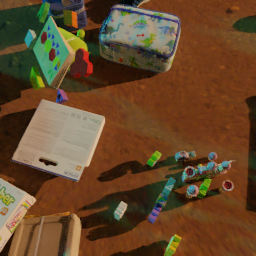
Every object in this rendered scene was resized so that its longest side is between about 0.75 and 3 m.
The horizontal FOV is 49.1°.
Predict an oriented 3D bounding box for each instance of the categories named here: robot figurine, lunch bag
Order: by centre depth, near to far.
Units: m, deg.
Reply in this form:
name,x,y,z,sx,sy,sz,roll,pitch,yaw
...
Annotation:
name,x,y,z,sx,sy,sz,roll,pitch,yaw
robot figurine,-1.839,-2.285,8.118,1.652,0.956,1.450,35,82,26
lunch bag,0.361,-2.775,8.475,2.320,0.956,1.865,16,62,6
lunch bag,-2.063,-4.004,8.907,1.231,1.199,1.812,-20,65,-9

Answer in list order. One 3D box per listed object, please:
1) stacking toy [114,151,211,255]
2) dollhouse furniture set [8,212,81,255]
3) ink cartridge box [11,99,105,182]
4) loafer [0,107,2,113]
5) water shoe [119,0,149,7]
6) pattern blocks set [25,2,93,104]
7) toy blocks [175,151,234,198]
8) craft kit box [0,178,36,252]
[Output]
name,x,y,z,sx,sy,sz,roll,pitch,yaw
stacking toy,0.815,1.683,6.567,1.535,0.478,2.036,30,66,13
dollhouse furniture set,-1.723,3.305,5.782,1.467,1.133,2.935,-7,45,5
ink cartridge box,-1.753,0.315,7.260,1.870,0.380,1.874,16,65,8
loafer,-4.021,-0.642,7.720,1.112,0.397,0.406,19,66,9
water shoe,0.176,-4.387,9.395,0.599,0.661,1.675,40,71,18
pattern blocks set,-1.957,-1.955,7.361,0.227,2.460,2.798,0,61,-47
toy blocks,1.815,0.946,6.607,1.121,1.010,1.200,-8,64,-3
craft kit box,-4.109,2.144,6.102,2.986,0.724,2.949,22,63,16
